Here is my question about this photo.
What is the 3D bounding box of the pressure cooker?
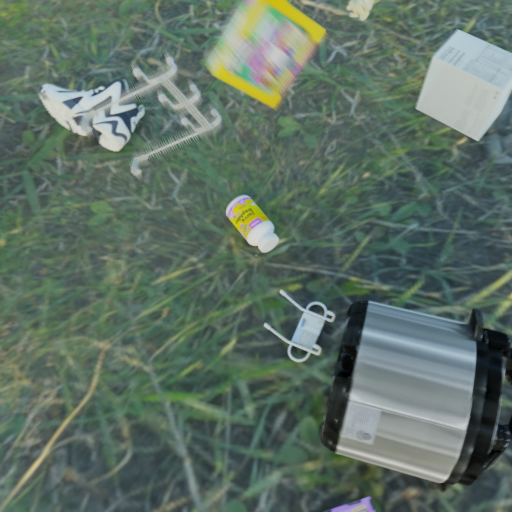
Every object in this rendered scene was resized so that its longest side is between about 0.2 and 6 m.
[{"bbox_3d":[2.612,2.202,8.800,2.893,2.544,2.584,12,61,12],"label":"pressure cooker"}]

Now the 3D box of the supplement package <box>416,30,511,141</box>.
[{"bbox_3d":[4.882,-3.912,12.890,1.684,1.610,1.238,34,66,18],"label":"supplement package"}]

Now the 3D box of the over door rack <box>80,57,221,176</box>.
[{"bbox_3d":[-1.966,-2.624,10.472,2.133,1.576,0.710,-26,52,19],"label":"over door rack"}]

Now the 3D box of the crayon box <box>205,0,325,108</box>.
[{"bbox_3d":[0.161,-3.863,10.370,1.504,1.743,0.508,19,30,-35],"label":"crayon box"}]

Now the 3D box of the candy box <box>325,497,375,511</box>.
[{"bbox_3d":[1.484,4.539,8.677,1.028,0.438,1.225,-14,60,-8],"label":"candy box"}]

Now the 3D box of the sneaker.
[{"bbox_3d":[-3.711,-3.614,13.108,2.409,0.961,1.568,27,62,15],"label":"sneaker"}]

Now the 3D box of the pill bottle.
[{"bbox_3d":[-0.057,-0.644,11.569,0.627,0.627,1.203,-31,64,-17],"label":"pill bottle"}]

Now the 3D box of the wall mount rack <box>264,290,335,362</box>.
[{"bbox_3d":[0.818,1.271,10.546,1.136,0.488,1.308,21,61,12],"label":"wall mount rack"}]

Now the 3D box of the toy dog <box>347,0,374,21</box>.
[{"bbox_3d":[1.804,-4.424,9.861,0.448,0.322,0.462,-48,36,10],"label":"toy dog"}]
